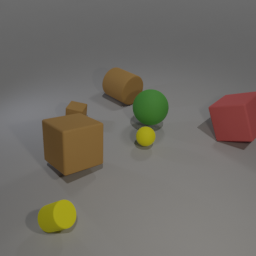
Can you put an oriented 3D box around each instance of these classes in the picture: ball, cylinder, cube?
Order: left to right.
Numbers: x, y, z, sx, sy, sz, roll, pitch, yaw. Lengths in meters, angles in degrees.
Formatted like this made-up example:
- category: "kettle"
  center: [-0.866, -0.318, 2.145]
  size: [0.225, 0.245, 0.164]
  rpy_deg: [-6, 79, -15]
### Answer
- category: "cylinder"
  center: [-1.787, 2.222, 7.059]
  size: [0.700, 0.700, 0.700]
  rpy_deg: [-25, 18, 35]
- category: "cube"
  center: [-1.732, 0.444, 8.835]
  size: [1.400, 1.400, 1.400]
  rpy_deg: [-14, 24, -39]
- category: "cube"
  center: [-2.120, -0.607, 11.505]
  size: [0.700, 0.700, 0.700]
  rpy_deg: [12, 33, 4]
- category: "cylinder"
  center: [-0.244, -1.976, 13.138]
  size: [1.400, 1.400, 1.400]
  rpy_deg: [-27, 43, -36]
- category: "ball"
  center: [0.635, 0.301, 10.031]
  size: [0.700, 0.700, 0.700]
  rpy_deg: [0, 33, 0]
- category: "ball"
  center: [0.881, -0.806, 10.931]
  size: [1.400, 1.400, 1.400]
  rpy_deg: [0, 33, 0]
- category: "cube"
  center: [4.065, -0.420, 10.349]
  size: [1.400, 1.400, 1.400]
  rpy_deg: [-31, 19, -38]
